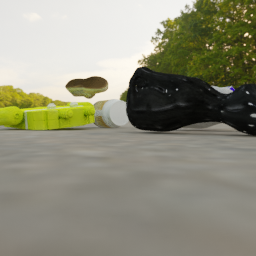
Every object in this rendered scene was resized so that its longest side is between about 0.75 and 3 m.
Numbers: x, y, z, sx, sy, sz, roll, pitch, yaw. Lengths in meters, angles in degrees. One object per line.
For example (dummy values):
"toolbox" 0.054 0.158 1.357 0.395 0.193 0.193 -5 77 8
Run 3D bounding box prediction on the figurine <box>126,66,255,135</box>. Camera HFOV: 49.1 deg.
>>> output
"figurine" 1.724 -0.348 5.131 2.552 1.126 2.615 12 8 36

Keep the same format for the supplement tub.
"supplement tub" -0.563 -0.451 8.791 0.893 0.893 1.237 -1 2 -34

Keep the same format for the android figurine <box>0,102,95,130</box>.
"android figurine" -2.074 -0.352 7.398 2.869 0.589 2.612 2 9 45

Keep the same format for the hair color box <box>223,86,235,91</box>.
"hair color box" 2.224 -0.659 7.142 0.698 0.414 1.278 -44 6 -2

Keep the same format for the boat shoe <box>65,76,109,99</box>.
"boat shoe" -1.233 -1.229 8.816 1.705 0.615 0.554 4 -41 35
